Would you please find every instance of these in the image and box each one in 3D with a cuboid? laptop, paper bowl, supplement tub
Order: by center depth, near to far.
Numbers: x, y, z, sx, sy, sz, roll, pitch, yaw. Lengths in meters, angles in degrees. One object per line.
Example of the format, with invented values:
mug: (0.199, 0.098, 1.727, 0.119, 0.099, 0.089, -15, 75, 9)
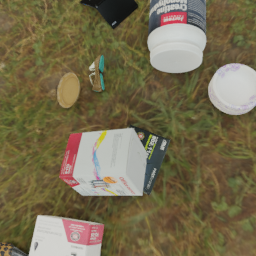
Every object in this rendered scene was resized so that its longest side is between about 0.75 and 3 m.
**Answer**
paper bowl: (3.654, -1.281, 9.684, 1.723, 0.896, 1.723, 0, 73, 0)
supplement tub: (1.704, -3.577, 9.766, 1.973, 1.973, 2.812, 3, 76, 1)
laptop: (-0.764, -4.986, 11.258, 1.516, 0.883, 1.710, -46, 53, -13)

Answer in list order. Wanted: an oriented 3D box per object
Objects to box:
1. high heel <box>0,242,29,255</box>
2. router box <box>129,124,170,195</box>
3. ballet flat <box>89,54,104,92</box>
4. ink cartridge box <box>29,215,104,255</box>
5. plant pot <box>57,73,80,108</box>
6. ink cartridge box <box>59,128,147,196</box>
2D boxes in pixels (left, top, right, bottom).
high heel: (-3.702, 4.432, 7.945, 1.494, 0.748, 2.096, 29, 59, 2)
router box: (0.383, 1.024, 9.132, 1.435, 0.595, 1.915, 21, 74, 6)
ballet flat: (-1.144, -1.990, 10.176, 0.528, 0.495, 1.460, -5, 77, 11)
ink cartridge box: (-1.801, 3.812, 7.814, 1.783, 1.007, 2.433, 2, 72, 19)
plant pot: (-2.035, -1.299, 9.728, 1.231, 0.169, 1.231, -5, 82, 40)
ink cartridge box: (-0.606, 1.017, 7.958, 1.975, 1.435, 1.429, -6, 54, 20)
